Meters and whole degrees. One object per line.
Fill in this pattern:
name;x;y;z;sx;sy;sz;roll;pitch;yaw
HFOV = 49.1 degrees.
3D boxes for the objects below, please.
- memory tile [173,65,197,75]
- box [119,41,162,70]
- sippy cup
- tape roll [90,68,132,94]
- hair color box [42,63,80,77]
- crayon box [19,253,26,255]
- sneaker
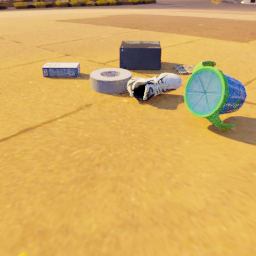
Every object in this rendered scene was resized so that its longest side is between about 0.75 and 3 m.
memory tile;3.274;-2.969;14.163;1.781;0.149;1.365;-2;28;-5
box;0.654;-3.892;14.850;2.152;1.120;1.959;2;27;3
sippy cup;2.822;-1.047;8.749;1.488;2.030;1.594;2;12;-35
tape roll;-0.721;-2.038;11.946;1.772;0.585;1.772;0;27;0
hair color box;-3.186;-2.795;13.455;1.641;0.497;0.821;1;28;2
crayon box;-1.777;2.340;4.063;0.846;0.247;0.730;-19;32;-32
sneaker;1.013;-1.481;10.627;2.131;0.851;1.387;2;29;3
